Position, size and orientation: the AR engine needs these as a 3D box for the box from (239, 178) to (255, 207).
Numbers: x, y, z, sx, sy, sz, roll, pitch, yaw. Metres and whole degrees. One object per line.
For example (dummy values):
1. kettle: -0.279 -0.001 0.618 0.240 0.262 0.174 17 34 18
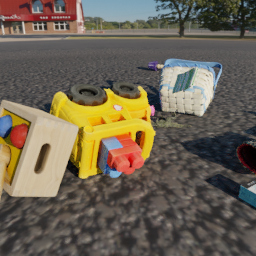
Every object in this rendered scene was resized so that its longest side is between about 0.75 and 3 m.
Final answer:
1. box: 3.129 1.589 5.913 0.582 0.348 1.414 -14 26 -31

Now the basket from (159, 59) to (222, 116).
1. basket: 2.514 -1.966 12.031 2.550 2.012 2.892 10 55 22

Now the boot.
1. boot: 4.393 0.881 6.759 2.264 1.082 2.998 -8 18 -14

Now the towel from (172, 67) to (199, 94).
1. towel: 2.007 -1.681 9.912 0.126 0.823 1.078 26 -16 -24

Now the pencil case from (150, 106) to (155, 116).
1. pencil case: 0.580 -0.772 11.538 1.017 0.476 0.461 6 43 17

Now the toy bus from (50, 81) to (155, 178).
1. toy bus: -0.280 0.179 7.611 2.941 1.996 2.824 -12 38 -33

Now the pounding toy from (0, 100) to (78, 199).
1. pounding toy: -2.414 0.670 6.234 2.012 2.186 1.554 20 2 40

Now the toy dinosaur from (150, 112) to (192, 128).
1. toy dinosaur: 1.456 -0.259 10.412 1.736 0.412 0.765 3 37 7

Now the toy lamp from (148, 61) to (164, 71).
1. toy lamp: 2.698 -4.420 20.194 2.536 0.738 0.738 9 24 20
